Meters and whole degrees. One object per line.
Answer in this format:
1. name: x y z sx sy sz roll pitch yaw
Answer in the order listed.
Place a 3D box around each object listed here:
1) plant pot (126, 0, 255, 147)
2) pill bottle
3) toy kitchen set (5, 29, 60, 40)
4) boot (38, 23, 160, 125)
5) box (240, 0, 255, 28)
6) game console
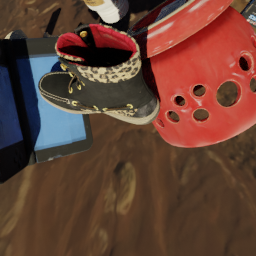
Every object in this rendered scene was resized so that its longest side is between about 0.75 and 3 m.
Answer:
1. plant pot: 1.378 -1.426 6.156 2.881 2.624 2.881 -30 24 15
2. pill bottle: -0.786 -3.807 7.414 1.141 1.996 1.141 -11 63 23
3. toy kitchen set: -2.070 -1.171 6.913 1.647 2.056 1.211 -10 44 -36
4. boot: -0.730 -0.903 4.836 2.518 1.896 0.921 17 73 17
5. box: 3.894 -3.019 7.001 1.515 1.504 0.376 25 62 -5
6. game console: -1.784 -0.549 5.525 1.587 2.683 2.290 -10 7 1
